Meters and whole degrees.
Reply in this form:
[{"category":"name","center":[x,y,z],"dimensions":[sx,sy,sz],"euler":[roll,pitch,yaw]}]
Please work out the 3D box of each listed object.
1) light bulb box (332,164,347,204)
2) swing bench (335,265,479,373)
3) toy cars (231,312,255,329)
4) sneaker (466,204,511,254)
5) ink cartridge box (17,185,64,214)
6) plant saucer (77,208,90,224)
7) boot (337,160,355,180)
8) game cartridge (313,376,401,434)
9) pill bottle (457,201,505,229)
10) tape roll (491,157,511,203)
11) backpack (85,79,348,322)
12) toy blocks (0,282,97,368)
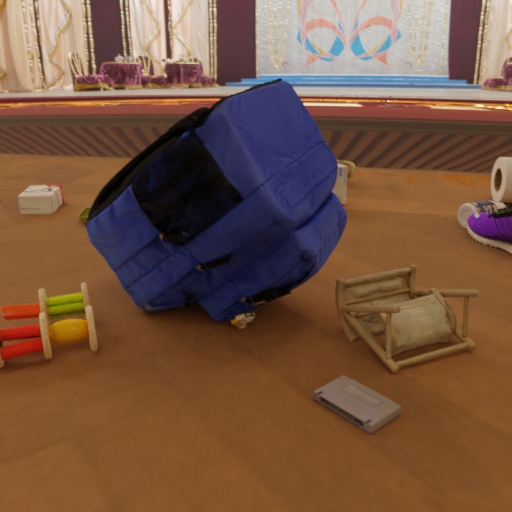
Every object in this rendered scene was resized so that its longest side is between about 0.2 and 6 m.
[{"category":"light bulb box","center":[1.889,-1.980,15.681],"dimensions":[1.116,1.106,0.696],"euler":[-8,18,-23]},{"category":"swing bench","center":[2.201,0.855,8.377],"dimensions":[1.500,0.978,1.508],"euler":[-9,17,-22]},{"category":"toy cars","center":[-0.195,1.013,8.669],"dimensions":[0.344,0.170,0.767],"euler":[-13,-11,-15]},{"category":"sneaker","center":[5.640,-0.748,12.099],"dimensions":[0.916,1.310,2.633],"euler":[-7,22,-17]},{"category":"ink cartridge box","center":[-5.909,-1.562,15.429],"dimensions":[0.899,0.516,1.238],"euler":[-2,20,-5]},{"category":"plant saucer","center":[-4.061,-1.033,14.444],"dimensions":[0.908,0.217,0.907],"euler":[-1,20,-4]},{"category":"boot","center":[2.106,-2.949,18.229],"dimensions":[1.484,0.692,1.920],"euler":[14,0,-43]},{"category":"game cartridge","center":[1.241,1.811,6.901],"dimensions":[0.603,0.179,0.930],"euler":[-12,23,-39]},{"category":"pill bottle","center":[5.622,-1.035,13.862],"dimensions":[1.126,0.625,0.625],"euler":[-9,22,-23]},{"category":"tape roll","center":[7.294,-2.132,15.849],"dimensions":[0.890,1.296,1.296],"euler":[2,20,4]},{"category":"backpack","center":[-0.747,-0.573,9.206],"dimensions":[3.793,3.183,3.082],"euler":[-28,3,32]},{"category":"toy blocks","center":[-3.399,1.017,8.258],"dimensions":[1.896,0.688,1.580],"euler":[-8,22,-19]}]
